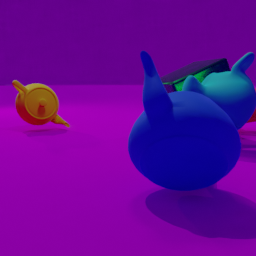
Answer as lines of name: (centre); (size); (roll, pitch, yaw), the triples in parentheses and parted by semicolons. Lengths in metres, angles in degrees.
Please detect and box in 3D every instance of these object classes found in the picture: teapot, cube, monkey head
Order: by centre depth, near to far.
teapot: (0.571, 0.048, 3.078); (1.169, 1.881, 0.921); (-18, 39, 25)
monkey head: (1.650, -0.539, 4.986); (1.068, 1.773, 1.276); (8, -6, 43)
cube: (1.549, -0.697, 6.521); (1.358, 1.358, 1.358); (-26, 15, -10)
teapot: (-2.268, -0.586, 7.303); (1.791, 1.114, 0.877); (43, -21, -23)

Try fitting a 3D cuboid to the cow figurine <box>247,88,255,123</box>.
cow figurine: (3.098, -0.502, 6.799); (1.727, 0.948, 1.700); (-18, 6, 23)
